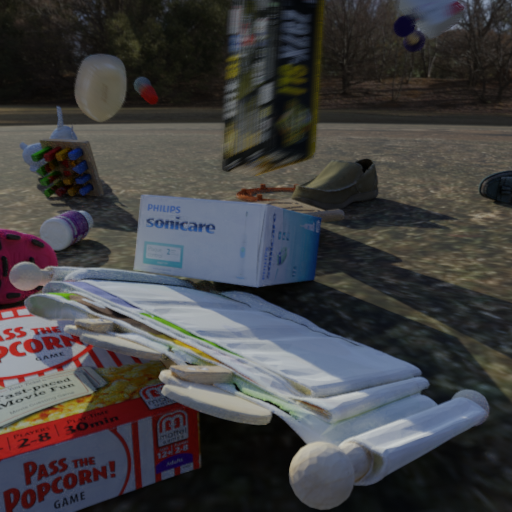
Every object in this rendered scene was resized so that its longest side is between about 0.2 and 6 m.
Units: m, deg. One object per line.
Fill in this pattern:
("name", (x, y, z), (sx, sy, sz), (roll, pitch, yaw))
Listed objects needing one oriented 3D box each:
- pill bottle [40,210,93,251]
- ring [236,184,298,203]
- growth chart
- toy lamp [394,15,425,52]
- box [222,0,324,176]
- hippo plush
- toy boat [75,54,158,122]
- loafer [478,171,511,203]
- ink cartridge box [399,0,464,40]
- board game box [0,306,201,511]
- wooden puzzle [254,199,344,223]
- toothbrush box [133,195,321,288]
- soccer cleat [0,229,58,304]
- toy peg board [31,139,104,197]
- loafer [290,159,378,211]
("pill bottle", (-3.236, -0.477, 9.695), (0.560, 0.560, 0.998), (3, 18, 11))
("ring", (0.575, -1.592, 14.130), (2.162, 0.207, 2.162), (0, 16, 0))
("growth chart", (-0.267, 0.657, 4.683), (3.066, 0.376, 4.237), (10, 6, -45))
("toy lamp", (3.108, -4.427, 11.263), (0.452, 0.452, 1.553), (7, 7, 23))
("box", (0.228, -3.346, 10.075), (0.859, 3.480, 2.779), (3, 0, -18))
("hippo plush", (-6.032, -2.962, 16.892), (1.690, 1.674, 2.102), (-33, -12, -14))
("toy boat", (-2.201, -2.626, 8.780), (1.289, 1.083, 0.599), (-5, 44, -35))
("loafer", (6.380, -1.614, 13.367), (2.061, 0.741, 0.648), (-1, 23, -12))
("ink cartridge box", (3.511, -4.988, 11.271), (0.746, 1.024, 0.424), (-34, -19, -8))
("board game box", (-1.786, 1.070, 4.395), (1.864, 0.570, 2.461), (-10, 19, -29))
("wooden puzzle", (0.204, -0.658, 10.507), (2.086, 0.521, 2.252), (-8, 13, -26))
("toothbrush box", (-0.250, -0.185, 7.132), (1.611, 0.939, 2.201), (7, 1, 21))
("soccer cleat", (-3.801, 0.225, 6.643), (1.188, 0.961, 2.751), (0, 10, 41))
("toy peg board", (-4.717, -2.054, 13.813), (1.452, 1.458, 0.713), (8, 36, 22))
("loafer", (1.845, -1.703, 13.048), (1.138, 1.009, 2.992), (13, 21, 37))
